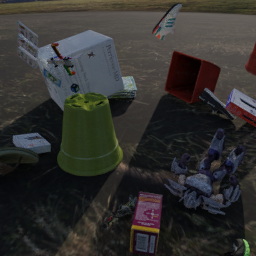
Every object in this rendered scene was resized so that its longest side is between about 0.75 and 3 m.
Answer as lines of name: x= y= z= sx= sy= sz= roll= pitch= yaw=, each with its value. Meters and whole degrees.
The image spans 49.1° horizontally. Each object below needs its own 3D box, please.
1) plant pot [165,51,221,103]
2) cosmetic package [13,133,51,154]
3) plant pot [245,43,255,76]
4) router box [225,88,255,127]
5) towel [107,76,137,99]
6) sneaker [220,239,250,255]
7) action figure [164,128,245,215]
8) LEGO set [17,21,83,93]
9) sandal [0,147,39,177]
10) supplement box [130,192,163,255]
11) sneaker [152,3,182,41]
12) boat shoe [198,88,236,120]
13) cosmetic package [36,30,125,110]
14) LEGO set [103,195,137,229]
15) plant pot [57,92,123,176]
plant pot: x=3.306 y=-2.508 z=13.836 sx=1.805 sy=2.046 sz=2.048 roll=-4 pitch=27 yaw=-33
cosmetic package: x=-3.317 y=0.534 z=9.626 sx=0.884 sy=0.303 sz=1.173 roll=-11 pitch=26 yaw=-39
plant pot: x=3.652 y=-2.018 z=6.563 sx=1.451 sy=1.412 sz=1.451 roll=-1 pitch=34 yaw=0
router box: x=4.891 y=-0.873 z=11.707 sx=1.467 sy=0.399 sz=1.634 roll=32 pitch=36 yaw=6
towel: x=-0.566 y=-2.131 z=14.450 sx=1.876 sy=0.528 sz=2.192 roll=-2 pitch=29 yaw=-5
sneaker: x=1.994 y=2.712 z=5.600 sx=0.634 sy=0.580 sz=1.512 roll=23 pitch=35 yaw=29
action figure: x=2.254 y=1.242 z=7.829 sx=1.919 sy=1.023 sz=2.950 roll=31 pitch=44 yaw=22
LEGO set: x=-2.719 y=-2.459 z=10.028 sx=2.706 sy=2.022 sz=0.664 roll=38 pitch=62 yaw=-2
sandal: x=-4.000 y=1.109 z=8.336 sx=2.613 sy=1.037 sz=0.746 roll=-5 pitch=68 yaw=-21
supplement box: x=0.432 y=2.162 z=6.407 sx=0.602 sy=0.764 sz=1.167 roll=6 pitch=30 yaw=8
sneaker: x=2.065 y=-5.116 z=13.632 sx=0.886 sy=1.895 sz=0.667 roll=37 pitch=24 yaw=-15
boat shoe: x=3.824 y=-0.939 z=12.155 sx=0.757 sy=0.618 sz=2.050 roll=24 pitch=24 yaw=-50
cosmetic package: x=-2.220 y=-2.643 z=12.778 sx=2.993 sy=2.504 sz=2.489 roll=-28 pitch=36 yaw=-18
LEGO set: x=-0.101 y=2.072 z=6.790 sx=0.366 sy=0.839 sz=1.291 roll=50 pitch=45 yaw=4
plant pot: x=-1.242 y=0.041 z=8.908 sx=2.179 sy=2.070 sz=2.179 roll=1 pitch=29 yaw=0
